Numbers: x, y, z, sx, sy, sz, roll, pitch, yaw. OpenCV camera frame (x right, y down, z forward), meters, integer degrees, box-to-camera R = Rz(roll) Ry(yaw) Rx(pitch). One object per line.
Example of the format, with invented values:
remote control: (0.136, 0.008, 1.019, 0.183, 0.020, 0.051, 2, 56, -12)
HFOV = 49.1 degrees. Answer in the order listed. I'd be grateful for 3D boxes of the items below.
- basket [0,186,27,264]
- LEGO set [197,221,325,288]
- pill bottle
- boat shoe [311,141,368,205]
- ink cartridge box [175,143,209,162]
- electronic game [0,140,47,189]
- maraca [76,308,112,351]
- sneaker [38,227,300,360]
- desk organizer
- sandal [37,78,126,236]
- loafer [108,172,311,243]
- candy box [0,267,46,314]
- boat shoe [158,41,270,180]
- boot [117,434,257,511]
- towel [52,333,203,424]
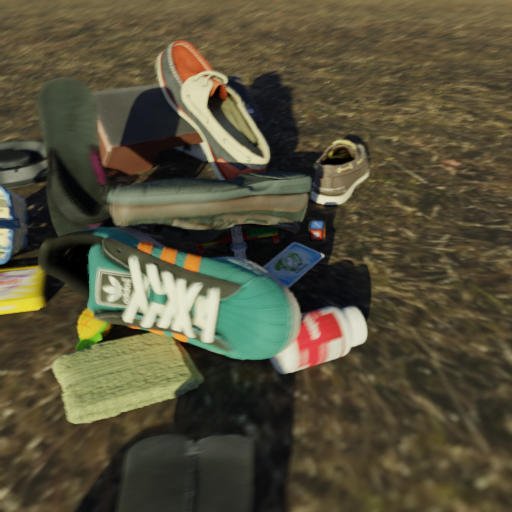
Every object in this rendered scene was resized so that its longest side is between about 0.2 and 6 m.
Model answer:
basket: (-3.990, -0.419, 7.643, 1.548, 1.222, 1.756, 0, 0, 6)
LEGO set: (-0.206, 0.166, 7.798, 1.966, 0.646, 2.632, 26, 49, 33)
pill bottle: (0.675, 0.902, 6.246, 1.040, 0.584, 0.584, -13, 33, -21)
boat shoe: (1.632, -1.755, 10.620, 0.868, 0.719, 2.417, 12, 33, 20)
ink cartridge box: (-1.154, -2.578, 12.178, 0.942, 0.543, 1.298, -28, 41, -34)
electronic game: (-4.785, -1.776, 10.916, 2.148, 0.447, 2.148, -1, 31, 0)
maraca: (-1.901, 0.841, 6.566, 0.467, 0.364, 0.681, -28, 35, 24)
sneaker: (-1.090, 0.422, 6.095, 3.146, 1.123, 1.257, 16, 13, 32)
desk organizer: (-1.682, -2.576, 11.134, 3.306, 1.273, 1.186, -18, 76, -31)
sandal: (-2.433, -1.071, 7.622, 0.976, 2.598, 0.622, -14, 17, -14)
loafer: (-0.458, -0.560, 7.576, 3.083, 0.970, 1.108, -11, 19, -35)
candy box: (-3.650, 0.498, 7.289, 1.659, 0.219, 0.848, -7, 33, -11)
boat shoe: (-0.763, -2.740, 10.288, 1.153, 1.014, 3.241, -21, 76, -30)
boot: (-0.972, 2.217, 3.741, 1.964, 0.782, 2.383, 11, 35, -4)
towel: (-1.364, 1.251, 5.948, 1.400, 0.255, 1.039, -12, 32, -25)
